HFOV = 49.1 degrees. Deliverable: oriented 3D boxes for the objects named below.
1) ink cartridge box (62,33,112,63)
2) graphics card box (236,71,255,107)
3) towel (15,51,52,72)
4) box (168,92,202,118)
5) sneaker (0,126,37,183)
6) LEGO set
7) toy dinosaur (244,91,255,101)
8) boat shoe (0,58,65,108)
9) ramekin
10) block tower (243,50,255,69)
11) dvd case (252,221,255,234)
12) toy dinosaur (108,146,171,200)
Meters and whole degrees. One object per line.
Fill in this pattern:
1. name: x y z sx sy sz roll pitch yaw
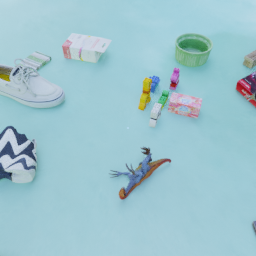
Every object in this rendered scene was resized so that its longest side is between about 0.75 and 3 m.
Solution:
1. ink cartridge box: -1.469 -2.915 10.280 1.605 0.542 0.935 12 50 12
2. graphics card box: 4.442 -1.420 8.843 1.683 0.428 1.056 -27 54 -7
3. towel: -3.385 -2.339 10.067 0.818 0.168 1.096 24 55 22
4. box: 1.708 -0.682 8.387 0.920 0.472 0.436 15 51 11
5. sneaker: -3.329 0.568 7.043 2.177 0.869 1.417 0 48 0
6. LEGO set: 0.864 -1.201 8.530 0.867 0.933 2.273 18 51 16
7. toy dinosaur: 3.076 -0.854 6.288 0.440 0.860 0.331 -15 63 -25
8. boat shoe: -3.277 -1.533 8.644 2.790 1.189 1.031 19 52 16
9. ramekin: 2.329 -2.797 10.103 1.328 0.649 1.328 0 49 0
10. block tower: 4.735 -2.608 10.124 1.398 0.404 0.377 -29 55 -25
11. dvd case: 3.513 2.757 5.606 1.425 0.153 1.916 -3 49 -3
12. toy dinosaur: 0.292 1.137 6.733 1.477 0.776 1.341 17 70 -2
